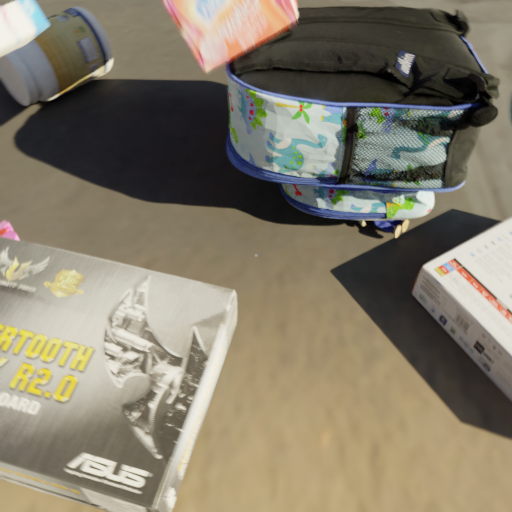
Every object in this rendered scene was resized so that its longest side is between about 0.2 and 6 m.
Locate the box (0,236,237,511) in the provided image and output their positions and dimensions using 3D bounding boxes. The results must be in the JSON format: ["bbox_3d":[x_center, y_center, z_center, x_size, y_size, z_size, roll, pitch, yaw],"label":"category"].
[{"bbox_3d":[-2.416,1.422,7.286,3.739,0.904,2.961,13,53,10],"label":"box"}]

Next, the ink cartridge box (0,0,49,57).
[{"bbox_3d":[-3.400,-2.888,7.326,0.780,0.457,1.080,-7,34,42],"label":"ink cartridge box"}]

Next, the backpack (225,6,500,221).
[{"bbox_3d":[1.382,-2.267,8.972,3.732,2.742,3.415,6,41,4],"label":"backpack"}]

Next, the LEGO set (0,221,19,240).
[{"bbox_3d":[-4.390,0.264,8.192,0.998,0.928,2.433,24,56,22],"label":"LEGO set"}]

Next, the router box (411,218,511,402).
[{"bbox_3d":[4.228,0.816,7.888,2.662,0.725,2.966,-25,55,-18],"label":"router box"}]

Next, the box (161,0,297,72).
[{"bbox_3d":[-0.362,-4.035,8.159,1.497,1.381,2.916,-23,32,18],"label":"box"}]

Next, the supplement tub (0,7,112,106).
[{"bbox_3d":[-4.094,-4.005,11.306,1.427,1.427,1.976,37,59,26],"label":"supplement tub"}]

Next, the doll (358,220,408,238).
[{"bbox_3d":[2.035,-0.672,9.386,0.695,0.247,1.018,-35,50,-29],"label":"doll"}]

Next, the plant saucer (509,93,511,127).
[{"bbox_3d":[4.224,-2.068,7.698,0.274,1.522,1.522,-13,51,-27],"label":"plant saucer"}]
